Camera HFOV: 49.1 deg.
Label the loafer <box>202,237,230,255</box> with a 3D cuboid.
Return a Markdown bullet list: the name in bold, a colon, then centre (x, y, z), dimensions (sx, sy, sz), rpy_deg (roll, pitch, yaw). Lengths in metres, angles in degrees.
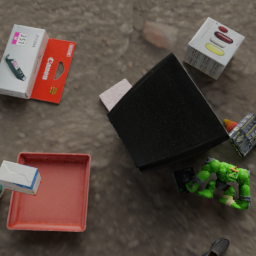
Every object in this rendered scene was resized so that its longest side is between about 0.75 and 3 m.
- **loafer**: centre (2.863, 4.090, 9.122), dimensions (1.290, 0.466, 0.470), rpy_deg (-42, 77, -11)

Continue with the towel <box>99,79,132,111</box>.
- **towel**: centre (-0.264, -1.079, 10.717), dimensions (1.311, 0.211, 1.252), rpy_deg (-34, 76, -9)

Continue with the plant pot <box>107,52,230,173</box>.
- **plant pot**: centre (1.032, -0.053, 9.096), dimensions (2.637, 2.972, 2.965), rpy_deg (-31, 78, -2)

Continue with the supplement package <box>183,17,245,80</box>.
- **supplement package**: centre (3.251, -3.034, 10.764), dimensions (1.576, 1.159, 1.507), rpy_deg (34, 77, 10)

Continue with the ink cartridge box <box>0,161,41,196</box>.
- **ink cartridge box**: centre (-3.064, 1.512, 8.049), dimensions (0.940, 1.618, 0.544), rpy_deg (14, 64, -5)

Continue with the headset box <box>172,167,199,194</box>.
- **headset box**: centre (2.005, 1.861, 9.794), dimensions (0.721, 0.384, 0.828), rpy_deg (-13, 75, -3)

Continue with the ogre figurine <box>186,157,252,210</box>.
- **ogre figurine**: centre (3.192, 1.828, 9.463), dimensions (2.254, 1.106, 1.351), rpy_deg (18, 86, 14)

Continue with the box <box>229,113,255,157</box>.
- **box**: centre (4.247, 0.256, 10.037), dimensions (1.274, 0.313, 1.027), rpy_deg (-44, 114, -10)

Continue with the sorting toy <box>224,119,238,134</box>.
- **sorting toy**: centre (3.243, 0.147, 10.276), dimensions (1.757, 0.609, 0.605), rpy_deg (-26, 53, -10)

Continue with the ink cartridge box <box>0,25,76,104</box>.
- **ink cartridge box**: centre (-3.583, -2.502, 10.916), dimensions (2.452, 0.615, 2.825), rpy_deg (10, 74, 4)

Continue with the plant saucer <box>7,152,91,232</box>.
- **plant saucer**: centre (-2.609, 2.162, 9.611), dimensions (2.566, 0.472, 2.571), rpy_deg (2, 70, 0)

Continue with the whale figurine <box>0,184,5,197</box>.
- **whale figurine**: centre (-5.145, 2.296, 9.266), dimensions (1.779, 1.160, 2.236), rpy_deg (27, 77, 7)
